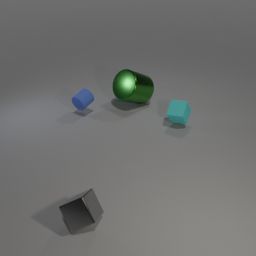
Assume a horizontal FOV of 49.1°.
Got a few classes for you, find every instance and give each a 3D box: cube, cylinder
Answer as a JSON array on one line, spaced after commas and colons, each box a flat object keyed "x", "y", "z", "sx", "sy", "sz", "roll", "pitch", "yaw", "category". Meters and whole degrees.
[{"x": 2.052, "y": -0.641, "z": 11.267, "sx": 0.700, "sy": 0.700, "sz": 0.700, "roll": 9, "pitch": 70, "yaw": 31, "category": "cube"}, {"x": 0.247, "y": -1.870, "z": 12.861, "sx": 1.400, "sy": 1.400, "sz": 1.400, "roll": 27, "pitch": 14, "yaw": 37, "category": "cylinder"}, {"x": -1.142, "y": 2.032, "z": 6.958, "sx": 0.700, "sy": 0.700, "sz": 0.700, "roll": -26, "pitch": -1, "yaw": 14, "category": "cube"}, {"x": -1.941, "y": -1.230, "z": 12.070, "sx": 0.700, "sy": 0.700, "sz": 0.700, "roll": 20, "pitch": 50, "yaw": 30, "category": "cylinder"}]
